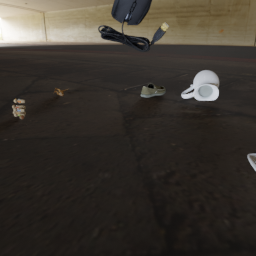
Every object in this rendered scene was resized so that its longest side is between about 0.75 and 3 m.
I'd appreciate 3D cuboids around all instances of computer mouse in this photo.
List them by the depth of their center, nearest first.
[{"bbox_3d":[0.475,-3.555,8.613,2.094,2.982,0.686,15,48,-20],"label":"computer mouse"}]

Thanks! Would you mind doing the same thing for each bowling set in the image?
[{"bbox_3d":[-3.525,-0.536,8.984,0.404,0.752,0.523,3,47,-15],"label":"bowling set"}]

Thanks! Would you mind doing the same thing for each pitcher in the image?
[{"bbox_3d":[3.017,-1.719,11.647,1.481,1.046,1.726,-5,28,21],"label":"pitcher"}]

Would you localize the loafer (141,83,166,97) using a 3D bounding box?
[{"bbox_3d":[1.129,-1.660,12.017,0.541,0.501,1.439,17,26,40],"label":"loafer"}]

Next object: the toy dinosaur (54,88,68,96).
[{"bbox_3d":[-2.923,-1.554,12.190,0.539,0.307,1.016,22,21,-14],"label":"toy dinosaur"}]

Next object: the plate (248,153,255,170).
[{"bbox_3d":[3.662,1.216,4.170,2.920,0.473,2.926,2,20,4],"label":"plate"}]
